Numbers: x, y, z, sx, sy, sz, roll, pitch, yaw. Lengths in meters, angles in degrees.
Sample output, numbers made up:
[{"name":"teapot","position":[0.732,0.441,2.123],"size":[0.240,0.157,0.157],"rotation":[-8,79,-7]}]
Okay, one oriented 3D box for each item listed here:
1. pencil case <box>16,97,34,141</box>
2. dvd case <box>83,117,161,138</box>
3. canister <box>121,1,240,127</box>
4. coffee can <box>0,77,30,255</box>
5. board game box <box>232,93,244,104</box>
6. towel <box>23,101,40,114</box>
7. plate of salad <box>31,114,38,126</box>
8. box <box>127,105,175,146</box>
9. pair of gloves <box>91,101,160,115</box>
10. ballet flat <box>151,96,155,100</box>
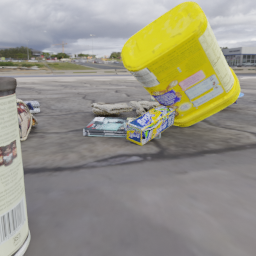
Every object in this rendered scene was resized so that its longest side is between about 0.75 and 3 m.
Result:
[{"name":"pencil case","position":[-3.239,-0.276,6.314],"size":[2.222,0.994,0.864],"rotation":[4,14,21]},{"name":"dvd case","position":[-0.083,-0.034,6.938],"size":[1.775,0.195,1.296],"rotation":[3,15,5]},{"name":"canister","position":[1.280,-1.277,6.377],"size":[1.935,1.128,2.606],"rotation":[-29,-38,19]},{"name":"coffee can","position":[-1.447,0.358,2.318],"size":[1.102,1.505,1.102],"rotation":[0,13,0]},{"name":"board game box","position":[3.043,-0.947,10.558],"size":[2.458,0.479,1.942],"rotation":[5,17,45]},{"name":"towel","position":[-3.627,-0.733,9.557],"size":[1.032,0.441,0.854],"rotation":[11,16,41]},{"name":"plate of salad","position":[-3.042,-0.421,6.998],"size":[1.637,0.393,1.637],"rotation":[20,-20,8]},{"name":"box","position":[0.512,-0.088,6.109],"size":[0.433,0.397,1.235],"rotation":[23,36,34]},{"name":"pair of gloves","position":[0.075,-0.610,9.106],"size":[2.422,0.425,2.060],"rotation":[-4,10,-28]},{"name":"ballet flat","position":[1.233,-1.493,13.287],"size":[0.293,0.293,0.845],"rotation":[1,13,4]}]
